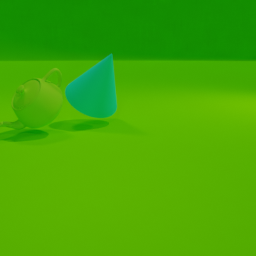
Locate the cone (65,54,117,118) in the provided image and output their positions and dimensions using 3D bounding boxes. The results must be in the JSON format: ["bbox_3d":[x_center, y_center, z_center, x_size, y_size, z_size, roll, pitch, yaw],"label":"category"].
[{"bbox_3d":[-0.677,-1.261,7.046,1.446,1.451,1.446,18,40,-16],"label":"cone"}]

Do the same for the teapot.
[{"bbox_3d":[-2.187,-0.584,6.423,1.198,1.927,0.943,36,-6,41],"label":"teapot"}]
